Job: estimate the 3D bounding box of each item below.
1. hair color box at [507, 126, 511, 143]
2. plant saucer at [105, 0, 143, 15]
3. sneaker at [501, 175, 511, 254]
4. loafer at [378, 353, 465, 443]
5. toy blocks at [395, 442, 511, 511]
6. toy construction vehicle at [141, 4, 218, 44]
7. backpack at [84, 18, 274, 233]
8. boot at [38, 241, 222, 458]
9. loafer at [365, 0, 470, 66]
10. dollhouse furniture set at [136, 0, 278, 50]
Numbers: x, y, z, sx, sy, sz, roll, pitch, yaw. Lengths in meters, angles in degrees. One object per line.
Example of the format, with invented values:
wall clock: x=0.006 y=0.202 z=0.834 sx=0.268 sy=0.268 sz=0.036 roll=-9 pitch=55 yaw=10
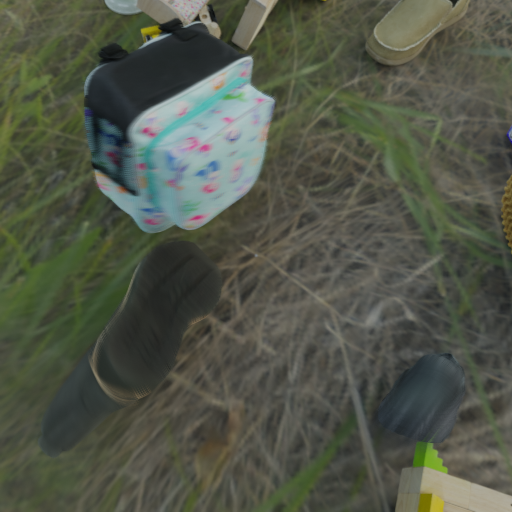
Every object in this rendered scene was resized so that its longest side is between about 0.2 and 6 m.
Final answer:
hair color box: x=5.154 y=-1.886 z=10.043 sx=0.701 sy=0.416 sz=1.282 roll=-14 pitch=63 yaw=-6
plant saucer: x=-2.707 y=-5.640 z=11.964 sx=1.111 sy=0.279 sz=1.111 roll=0 pitch=63 yaw=0
sneaker: x=5.031 y=-0.100 z=8.818 sx=1.479 sy=1.230 sz=3.283 roll=-3 pitch=70 yaw=-9
loafer: x=2.157 y=1.701 z=7.108 sx=0.881 sy=2.594 sz=0.910 roll=13 pitch=93 yaw=26
toy blocks: x=2.578 y=3.872 z=6.889 sx=1.773 sy=1.296 sz=2.593 roll=20 pitch=65 yaw=-3
toy construction vehicle: x=-1.603 y=-4.702 z=11.376 sx=1.505 sy=0.609 sz=1.728 roll=-17 pitch=74 yaw=-8
backpack: x=-1.157 y=-1.684 z=8.572 sx=2.169 sy=2.882 sz=2.558 roll=43 pitch=60 yaw=12
boot: x=-1.851 y=1.196 z=8.139 sx=1.252 sy=2.236 sz=3.233 roll=43 pitch=29 yaw=-4
loafer: x=3.264 y=-4.835 z=11.196 sx=2.752 sy=0.928 sz=1.046 roll=-42 pitch=71 yaw=-18
dollhouse furniture set: x=-0.924 y=-5.499 z=10.788 sx=2.780 sy=1.357 sz=2.371 roll=32 pitch=65 yaw=-8
